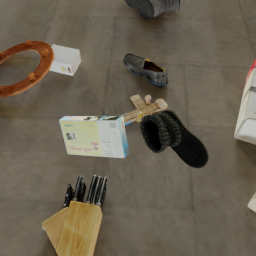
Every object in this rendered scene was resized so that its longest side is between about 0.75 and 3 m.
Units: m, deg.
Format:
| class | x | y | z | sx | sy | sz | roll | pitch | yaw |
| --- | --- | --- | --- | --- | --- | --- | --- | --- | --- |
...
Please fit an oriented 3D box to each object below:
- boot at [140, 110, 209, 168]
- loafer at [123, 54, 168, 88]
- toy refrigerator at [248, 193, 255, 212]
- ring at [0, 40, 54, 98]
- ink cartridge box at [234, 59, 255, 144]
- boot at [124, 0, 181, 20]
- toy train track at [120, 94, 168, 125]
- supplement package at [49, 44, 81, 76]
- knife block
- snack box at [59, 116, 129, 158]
| class | x | y | z | sx | sy | sz | roll | pitch | yaw |
| --- | --- | --- | --- | --- | --- | --- | --- | --- | --- |
| boot | 0.979 | 0.327 | 5.902 | 1.605 | 0.604 | 1.200 | 49 | 25 | 8 |
| loafer | 0.628 | -2.173 | 9.765 | 1.923 | 0.695 | 0.700 | 33 | 63 | 21 |
| toy refrigerator | 3.957 | 1.549 | 7.332 | 0.676 | 0.623 | 1.781 | 36 | 62 | 29 |
| ring | -3.867 | -2.141 | 9.608 | 2.791 | 0.268 | 2.791 | -9 | 51 | 12 |
| ink cartridge box | 4.530 | -0.703 | 8.517 | 1.977 | 1.116 | 2.693 | 19 | 58 | 12 |
| boot | 0.917 | -5.819 | 12.205 | 1.793 | 0.951 | 2.724 | -26 | 71 | -20 |
| toy train track | 0.013 | -0.404 | 8.744 | 2.676 | 0.435 | 1.535 | -22 | 59 | -14 |
| supplement package | -2.330 | -2.437 | 10.018 | 1.031 | 0.572 | 0.803 | 14 | 57 | 10 |
| knife block | -0.941 | 2.280 | 6.763 | 1.906 | 0.695 | 2.171 | -30 | 60 | -17 |
| snack box | -0.696 | 0.168 | 5.653 | 1.372 | 0.797 | 0.255 | 1 | 23 | 25 |
